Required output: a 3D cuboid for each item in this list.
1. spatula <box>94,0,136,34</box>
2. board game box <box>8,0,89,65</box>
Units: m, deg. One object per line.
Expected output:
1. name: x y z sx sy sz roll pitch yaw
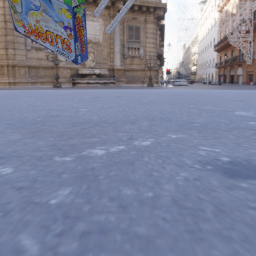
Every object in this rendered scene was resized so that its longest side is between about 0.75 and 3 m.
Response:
1. spatula: -0.251 -3.049 5.911 1.903 1.323 0.153 -39 11 40
2. board game box: -1.855 -2.560 6.279 2.280 1.543 0.393 31 52 24
